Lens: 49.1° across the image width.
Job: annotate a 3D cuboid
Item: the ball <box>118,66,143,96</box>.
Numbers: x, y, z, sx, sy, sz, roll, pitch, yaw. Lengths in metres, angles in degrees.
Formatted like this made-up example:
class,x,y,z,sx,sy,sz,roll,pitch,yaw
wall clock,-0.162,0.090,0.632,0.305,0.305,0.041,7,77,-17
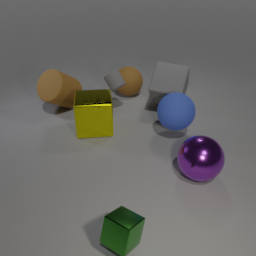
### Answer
class,x,y,z,sx,sy,sz,roll,pitch,yaw
ball,0.025,-2.288,13.669,1.400,1.400,1.400,0,32,0

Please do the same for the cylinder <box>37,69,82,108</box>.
class,x,y,z,sx,sy,sz,roll,pitch,yaw
cylinder,-2.948,-1.680,12.170,1.400,1.400,1.400,19,2,28

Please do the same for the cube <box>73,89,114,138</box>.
class,x,y,z,sx,sy,sz,roll,pitch,yaw
cube,-1.319,-0.579,10.885,1.400,1.400,1.400,-3,32,-6

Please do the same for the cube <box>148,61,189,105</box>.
class,x,y,z,sx,sy,sz,roll,pitch,yaw
cube,1.784,-1.817,12.081,1.400,1.400,1.400,13,74,14

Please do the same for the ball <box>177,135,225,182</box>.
class,x,y,z,sx,sy,sz,roll,pitch,yaw
ball,2.204,0.919,8.506,1.400,1.400,1.400,0,32,0

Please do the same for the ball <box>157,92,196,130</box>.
class,x,y,z,sx,sy,sz,roll,pitch,yaw
ball,1.776,-0.608,10.342,1.400,1.400,1.400,0,32,0

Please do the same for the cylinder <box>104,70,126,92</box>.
class,x,y,z,sx,sy,sz,roll,pitch,yaw
cylinder,-0.561,-2.013,11.921,0.700,0.700,0.700,-30,2,1

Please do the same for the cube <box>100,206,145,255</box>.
class,x,y,z,sx,sy,sz,roll,pitch,yaw
cube,-0.124,2.337,6.421,0.700,0.700,0.700,19,16,30
